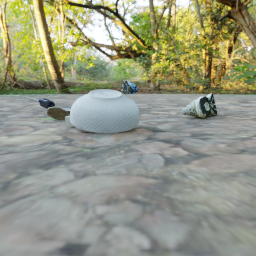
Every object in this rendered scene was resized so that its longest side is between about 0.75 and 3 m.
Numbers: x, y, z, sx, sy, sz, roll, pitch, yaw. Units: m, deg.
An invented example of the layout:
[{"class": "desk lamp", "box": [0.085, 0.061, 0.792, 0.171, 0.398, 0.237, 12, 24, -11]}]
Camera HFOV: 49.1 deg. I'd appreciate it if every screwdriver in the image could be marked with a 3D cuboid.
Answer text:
[{"class": "screwdriver", "box": [-3.840, -1.211, 11.941, 0.396, 0.413, 2.840, 29, -3, -42]}]

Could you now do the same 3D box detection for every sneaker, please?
[{"class": "sneaker", "box": [-2.340, -0.569, 10.229, 1.283, 0.450, 0.696, 4, 12, -23]}, {"class": "sneaker", "box": [2.853, -0.846, 11.204, 1.072, 0.930, 2.419, -10, -2, 32]}, {"class": "sneaker", "box": [0.094, -1.159, 7.998, 0.450, 0.393, 1.002, 10, 17, -11]}]

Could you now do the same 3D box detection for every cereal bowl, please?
[{"class": "cereal bowl", "box": [-0.626, -0.567, 7.744, 1.939, 0.807, 1.939, 2, 22, -1]}]

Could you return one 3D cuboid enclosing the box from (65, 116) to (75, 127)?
[{"class": "box", "box": [-1.413, -0.184, 8.190, 0.789, 0.307, 0.374, 4, 9, 25]}]
